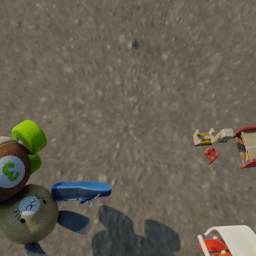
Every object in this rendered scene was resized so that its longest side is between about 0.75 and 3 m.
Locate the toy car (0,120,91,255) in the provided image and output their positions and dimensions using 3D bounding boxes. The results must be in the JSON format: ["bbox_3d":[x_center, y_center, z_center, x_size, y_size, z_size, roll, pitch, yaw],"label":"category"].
[{"bbox_3d":[-2.126,1.612,5.805,2.671,2.107,2.194,42,51,8],"label":"toy car"}]

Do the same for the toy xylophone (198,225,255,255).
[{"bbox_3d":[2.233,2.813,5.531,1.698,2.319,0.583,9,121,-12],"label":"toy xylophone"}]

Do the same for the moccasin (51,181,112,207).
[{"bbox_3d":[-0.978,1.390,5.976,1.274,0.513,0.435,1,99,7],"label":"moccasin"}]

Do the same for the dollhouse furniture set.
[{"bbox_3d":[2.175,0.462,6.084,1.497,0.609,0.806,-4,67,-8],"label":"dollhouse furniture set"}]
